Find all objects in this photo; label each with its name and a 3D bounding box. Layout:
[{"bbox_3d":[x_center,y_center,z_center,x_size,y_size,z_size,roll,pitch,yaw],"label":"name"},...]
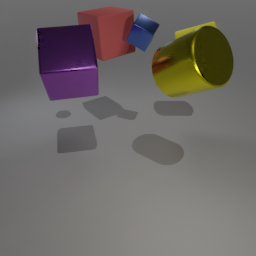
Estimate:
[{"bbox_3d":[2.502,-2.912,10.030,1.400,1.400,1.400,-10,27,17],"label":"cylinder"},{"bbox_3d":[1.524,-1.523,6.724,1.400,1.400,1.400,-22,8,-33],"label":"cylinder"},{"bbox_3d":[-1.572,-1.725,7.535,1.400,1.400,1.400,-8,69,-8],"label":"cube"},{"bbox_3d":[-0.723,-3.281,9.622,1.400,1.400,1.400,-24,37,-28],"label":"cube"},{"bbox_3d":[0.462,-2.990,8.806,0.700,0.700,0.700,29,51,-3],"label":"cube"}]
